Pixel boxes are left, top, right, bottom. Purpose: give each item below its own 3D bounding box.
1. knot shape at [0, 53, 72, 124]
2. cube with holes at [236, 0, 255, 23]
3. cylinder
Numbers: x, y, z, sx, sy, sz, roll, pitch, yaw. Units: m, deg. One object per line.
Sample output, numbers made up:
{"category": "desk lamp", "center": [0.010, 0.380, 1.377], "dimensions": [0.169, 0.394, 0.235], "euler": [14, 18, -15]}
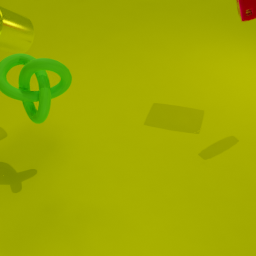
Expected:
{"category": "knot shape", "center": [-1.882, -0.946, 5.889], "dimensions": [1.447, 1.546, 0.714], "euler": [-23, 14, 16]}
{"category": "cube with holes", "center": [3.316, -3.494, 6.974], "dimensions": [1.168, 1.168, 1.168], "euler": [-11, 26, 22]}
{"category": "cylinder", "center": [-2.929, -2.327, 6.666], "dimensions": [0.966, 0.966, 0.966], "euler": [26, 13, 24]}
